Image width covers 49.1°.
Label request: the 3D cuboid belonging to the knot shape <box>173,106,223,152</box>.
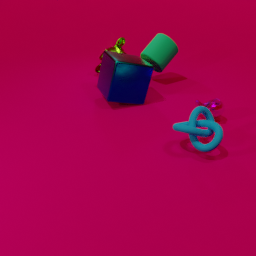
[{"bbox_3d":[1.761,0.063,6.689,1.183,0.546,1.107,-21,52,-19],"label":"knot shape"}]

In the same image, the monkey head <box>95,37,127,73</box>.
[{"bbox_3d":[-0.719,-2.830,11.234,1.320,1.835,1.106,24,24,-47],"label":"monkey head"}]

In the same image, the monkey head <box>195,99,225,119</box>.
[{"bbox_3d":[2.405,-0.632,8.179,0.790,0.662,1.098,53,7,15],"label":"monkey head"}]

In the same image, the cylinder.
[{"bbox_3d":[1.199,-2.858,10.723,1.060,1.060,1.060,-51,45,-5],"label":"cylinder"}]

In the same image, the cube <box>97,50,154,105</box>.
[{"bbox_3d":[-0.133,-1.663,9.241,1.317,1.317,1.317,3,27,-25],"label":"cube"}]
